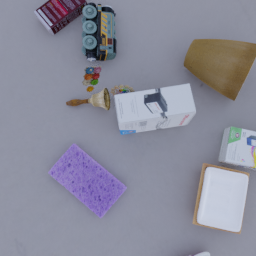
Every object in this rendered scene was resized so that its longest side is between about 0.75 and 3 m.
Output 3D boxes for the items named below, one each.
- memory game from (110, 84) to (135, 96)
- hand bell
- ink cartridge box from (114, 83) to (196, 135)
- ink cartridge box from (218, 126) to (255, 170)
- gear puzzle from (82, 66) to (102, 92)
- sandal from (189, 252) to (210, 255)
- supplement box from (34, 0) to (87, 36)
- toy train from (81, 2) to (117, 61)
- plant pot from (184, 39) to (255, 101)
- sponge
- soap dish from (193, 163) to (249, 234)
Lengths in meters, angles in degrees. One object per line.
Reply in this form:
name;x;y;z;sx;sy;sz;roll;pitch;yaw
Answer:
memory game;-0.198;-1.293;9.924;0.872;0.872;0.056;1;67;0
hand bell;-1.653;-1.066;11.242;1.732;0.902;0.902;-5;82;13
ink cartridge box;0.929;-0.634;10.419;2.685;1.948;1.124;-9;77;-1
ink cartridge box;4.663;0.831;10.826;1.905;0.834;1.384;13;82;0
gear puzzle;-1.169;-1.513;8.910;0.555;1.071;0.140;-8;54;-25
sandal;1.997;5.075;10.385;2.214;0.901;0.544;-29;43;-3
supplement box;-2.769;-4.929;11.696;1.975;0.601;1.075;-39;84;-4
toy train;-1.172;-3.889;11.417;1.406;1.051;2.467;1;80;-12
plant pot;3.456;-2.514;10.763;2.368;2.207;2.207;26;83;15
sponge;-1.565;2.019;10.886;2.740;0.409;1.528;39;84;5
soap dish;3.453;2.619;10.542;1.790;0.924;2.275;12;82;2
